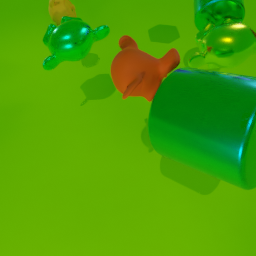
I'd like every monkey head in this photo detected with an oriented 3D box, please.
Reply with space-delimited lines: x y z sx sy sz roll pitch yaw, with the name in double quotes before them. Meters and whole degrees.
"monkey head" 1.562 -1.216 4.494 1.370 0.986 0.826 -12 48 1
"monkey head" 0.201 -0.836 3.806 0.737 0.880 1.223 25 44 -32
"monkey head" -1.287 -1.916 6.581 1.753 1.261 1.056 -34 60 -10

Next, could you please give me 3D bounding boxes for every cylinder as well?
"cylinder" 1.512 -2.121 4.716 0.792 0.792 0.792 3 65 3
"cylinder" 1.056 -0.049 3.318 1.197 1.197 1.197 20 50 41

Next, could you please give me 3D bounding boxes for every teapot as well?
"teapot" -1.713 -3.120 7.451 0.627 1.280 0.796 -16 72 20
